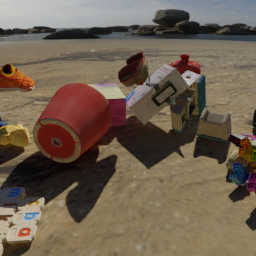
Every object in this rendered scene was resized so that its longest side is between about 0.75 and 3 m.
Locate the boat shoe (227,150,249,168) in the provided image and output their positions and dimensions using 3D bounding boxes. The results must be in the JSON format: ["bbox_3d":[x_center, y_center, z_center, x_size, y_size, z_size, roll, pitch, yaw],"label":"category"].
[{"bbox_3d":[3.451,0.939,8.495,1.333,0.481,0.433,-14,26,-43],"label":"boat shoe"}]

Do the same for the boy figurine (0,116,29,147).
[{"bbox_3d":[-4.388,0.150,10.048,2.306,0.743,1.434,16,25,38],"label":"boy figurine"}]

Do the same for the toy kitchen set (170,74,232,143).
[{"bbox_3d":[3.247,-0.625,11.389,2.344,1.724,2.926,14,46,28],"label":"toy kitchen set"}]

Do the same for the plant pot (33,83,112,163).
[{"bbox_3d":[-1.870,-0.085,9.082,2.245,2.245,1.986,6,33,14],"label":"plant pot"}]

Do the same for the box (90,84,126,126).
[{"bbox_3d":[-1.385,-1.032,12.213,2.202,1.210,2.504,-5,24,-11],"label":"box"}]

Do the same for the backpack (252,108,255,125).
[{"bbox_3d":[6.163,-0.617,11.210,1.812,1.364,1.608,23,32,32],"label":"backpack"}]

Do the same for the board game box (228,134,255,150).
[{"bbox_3d":[4.344,0.729,8.672,1.262,0.340,2.102,6,19,-38],"label":"board game box"}]

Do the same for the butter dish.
[{"bbox_3d":[3.456,-3.573,17.311,2.653,1.967,2.661,7,23,15],"label":"butter dish"}]

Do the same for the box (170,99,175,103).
[{"bbox_3d":[1.985,-1.559,14.713,0.427,0.255,1.038,-10,25,-24],"label":"box"}]

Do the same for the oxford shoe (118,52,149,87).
[{"bbox_3d":[0.371,-1.945,10.036,0.947,1.006,2.689,-19,23,23],"label":"oxford shoe"}]

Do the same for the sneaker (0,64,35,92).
[{"bbox_3d":[-4.017,-1.781,10.024,0.889,0.939,2.435,9,9,6],"label":"sneaker"}]

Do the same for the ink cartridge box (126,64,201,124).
[{"bbox_3d":[1.359,-1.675,11.772,2.993,1.015,1.736,-40,20,6],"label":"ink cartridge box"}]

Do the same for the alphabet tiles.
[{"bbox_3d":[-3.097,2.068,6.157,2.303,0.172,2.355,-3,23,-5],"label":"alphabet tiles"}]

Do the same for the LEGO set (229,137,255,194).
[{"bbox_3d":[3.591,1.007,7.722,0.924,0.995,2.424,-25,26,52],"label":"LEGO set"}]
